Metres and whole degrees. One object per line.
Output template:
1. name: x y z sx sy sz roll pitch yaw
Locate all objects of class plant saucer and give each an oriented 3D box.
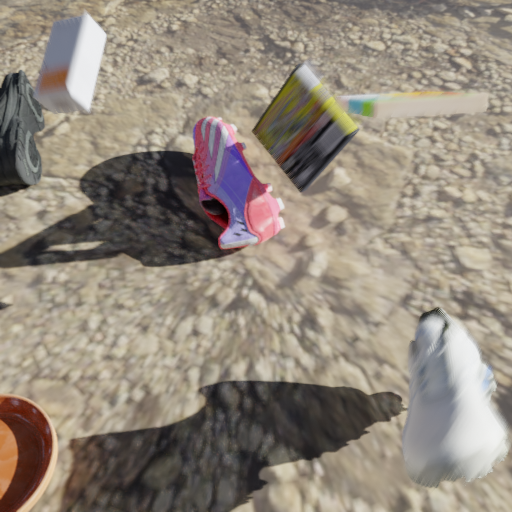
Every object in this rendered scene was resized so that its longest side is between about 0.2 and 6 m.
1. plant saucer: -3.115 2.367 6.333 1.696 0.274 1.696 1 46 -1

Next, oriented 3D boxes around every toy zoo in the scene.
1. toy zoo: 2.224 -2.392 8.762 1.618 0.252 2.466 -5 18 -6

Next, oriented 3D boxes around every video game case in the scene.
1. video game case: 0.568 -1.554 6.937 0.152 1.192 1.077 -29 77 -42

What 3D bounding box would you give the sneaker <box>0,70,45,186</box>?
1. sneaker: -4.783 -2.421 10.396 1.432 1.198 3.156 -13 45 -4

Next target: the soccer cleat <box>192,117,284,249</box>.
1. soccer cleat: -0.616 -1.328 9.440 1.182 1.031 3.092 -21 52 -14

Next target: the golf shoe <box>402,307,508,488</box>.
1. golf shoe: 1.848 1.331 5.773 1.002 1.244 2.559 -23 3 21

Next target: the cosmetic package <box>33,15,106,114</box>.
1. cosmetic package: -2.678 -2.758 8.089 0.658 0.462 1.297 -2 70 23
